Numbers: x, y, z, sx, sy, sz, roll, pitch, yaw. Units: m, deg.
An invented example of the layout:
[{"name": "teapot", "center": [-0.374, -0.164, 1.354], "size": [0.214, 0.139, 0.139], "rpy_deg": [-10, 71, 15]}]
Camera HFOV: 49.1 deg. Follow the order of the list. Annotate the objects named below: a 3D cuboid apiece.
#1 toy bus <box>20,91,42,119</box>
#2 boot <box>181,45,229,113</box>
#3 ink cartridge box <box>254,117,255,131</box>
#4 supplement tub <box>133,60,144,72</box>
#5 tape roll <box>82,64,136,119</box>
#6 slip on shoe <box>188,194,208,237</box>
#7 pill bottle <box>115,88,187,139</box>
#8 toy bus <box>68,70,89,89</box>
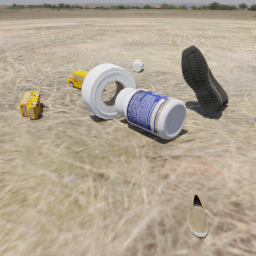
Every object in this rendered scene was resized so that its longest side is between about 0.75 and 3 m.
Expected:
[{"name": "toy bus", "center": [-3.682, -0.889, 10.692], "size": [0.670, 0.557, 1.712], "rpy_deg": [-5, 27, -10]}, {"name": "boot", "center": [3.008, -1.867, 10.791], "size": [0.989, 2.553, 1.766], "rpy_deg": [-19, -1, 36]}, {"name": "ink cartridge box", "center": [4.892, -0.132, 9.561], "size": [1.052, 0.230, 1.062], "rpy_deg": [9, 27, 19]}, {"name": "supplement tub", "center": [0.579, -3.554, 16.012], "size": [0.579, 0.579, 0.796], "rpy_deg": [5, 27, 9]}, {"name": "tape roll", "center": [-0.664, -1.293, 10.019], "size": [1.916, 1.916, 0.670], "rpy_deg": [-16, 31, -29]}, {"name": "slip on shoe", "center": [1.424, 1.754, 5.693], "size": [0.375, 0.299, 0.987], "rpy_deg": [5, 27, 9]}, {"name": "pill bottle", "center": [0.685, -0.567, 9.233], "size": [1.293, 1.293, 2.234], "rpy_deg": [-23, 34, -38]}, {"name": "toy bus", "center": [-1.997, -2.214, 13.118], "size": [1.942, 0.760, 0.632], "rpy_deg": [20, 33, 35]}]
